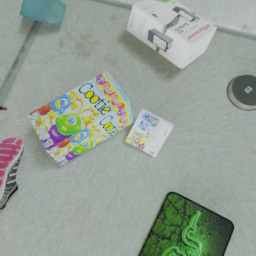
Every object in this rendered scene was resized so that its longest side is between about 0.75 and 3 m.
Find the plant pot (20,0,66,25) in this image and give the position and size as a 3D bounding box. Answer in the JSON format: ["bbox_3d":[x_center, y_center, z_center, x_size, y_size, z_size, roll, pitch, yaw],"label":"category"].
[{"bbox_3d":[-2.417,-3.532,8.133,1.152,0.814,0.814,15,28,-23],"label":"plant pot"}]

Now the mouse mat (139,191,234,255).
[{"bbox_3d":[1.302,2.785,6.494,1.744,0.082,2.168,25,74,12],"label":"mouse mat"}]

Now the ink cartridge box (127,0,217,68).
[{"bbox_3d":[1.210,-2.754,7.790,1.987,0.835,1.445,40,54,15],"label":"ink cartridge box"}]

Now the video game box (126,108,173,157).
[{"bbox_3d":[0.534,0.128,7.093,0.884,0.227,0.970,28,112,0],"label":"video game box"}]

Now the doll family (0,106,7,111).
[{"bbox_3d":[-3.803,-0.470,6.373,1.875,1.084,0.736,-16,83,-27],"label":"doll family"}]

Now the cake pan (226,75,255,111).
[{"bbox_3d":[3.336,-1.017,7.808,1.121,0.206,1.121,0,71,0],"label":"cake pan"}]

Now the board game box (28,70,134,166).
[{"bbox_3d":[-1.087,-0.231,6.907,2.173,1.119,1.139,-31,65,-9],"label":"board game box"}]

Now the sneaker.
[{"bbox_3d":[-2.986,1.115,6.738,0.717,0.851,1.945,3,48,0],"label":"sneaker"}]
